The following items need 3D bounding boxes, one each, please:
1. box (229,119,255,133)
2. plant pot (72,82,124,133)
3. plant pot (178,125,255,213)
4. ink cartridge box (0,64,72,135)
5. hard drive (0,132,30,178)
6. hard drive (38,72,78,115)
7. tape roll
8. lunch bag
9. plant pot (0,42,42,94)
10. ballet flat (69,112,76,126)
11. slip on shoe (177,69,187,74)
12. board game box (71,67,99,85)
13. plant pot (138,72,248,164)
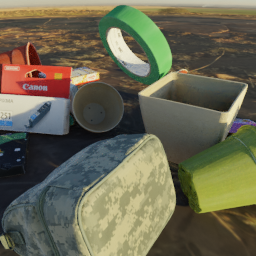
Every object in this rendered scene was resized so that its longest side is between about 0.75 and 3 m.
[{"bbox_3d":[3.517,-0.111,10.014,1.871,0.366,1.280,4,10,9],"label":"box"},{"bbox_3d":[-1.174,-0.645,10.280,1.800,1.800,1.209,-9,-7,-17],"label":"plant pot"},{"bbox_3d":[2.288,1.153,6.718,1.909,2.011,2.011,-17,30,-5],"label":"plant pot"},{"bbox_3d":[-3.456,-1.072,10.023,2.755,2.427,0.616,4,3,8],"label":"ink cartridge box"},{"bbox_3d":[-3.841,0.803,8.632,1.429,0.387,2.046,-7,29,-13],"label":"hard drive"},{"bbox_3d":[-2.665,-1.293,11.319,2.370,1.563,0.311,25,50,39],"label":"hard drive"},{"bbox_3d":[0.220,-2.867,10.006,0.702,2.920,2.920,-45,45,-16],"label":"tape roll"},{"bbox_3d":[-0.721,1.445,5.667,2.473,2.054,2.948,-3,21,34],"label":"lunch bag"},{"bbox_3d":[-5.070,-1.967,11.760,2.683,2.759,2.759,-11,29,-4],"label":"plant pot"},{"bbox_3d":[-2.631,-0.535,10.975,1.793,0.610,0.613,15,23,26],"label":"ballet flat"},{"bbox_3d":[2.886,-2.980,15.786,1.328,0.492,0.406,-20,57,-34],"label":"slip on shoe"},{"bbox_3d":[-2.813,-2.867,15.488,1.950,0.452,1.477,-21,34,-34],"label":"board game box"},{"bbox_3d":[1.939,-0.185,8.574,2.480,2.198,2.483,16,33,27],"label":"plant pot"}]
